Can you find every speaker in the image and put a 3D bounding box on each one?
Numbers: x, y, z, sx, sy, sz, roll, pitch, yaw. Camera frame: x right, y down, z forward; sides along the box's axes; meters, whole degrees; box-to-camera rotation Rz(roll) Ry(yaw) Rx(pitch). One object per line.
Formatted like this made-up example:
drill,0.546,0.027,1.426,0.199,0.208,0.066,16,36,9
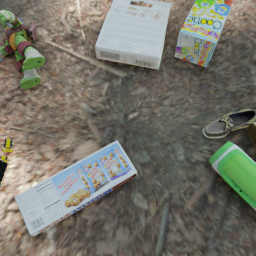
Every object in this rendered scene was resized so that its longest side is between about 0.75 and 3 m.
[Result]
speaker,2.921,1.250,6.811,0.850,0.850,1.921,-37,70,-16

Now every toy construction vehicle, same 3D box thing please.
toy construction vehicle,-3.411,0.674,7.412,0.677,0.274,0.777,2,71,-11

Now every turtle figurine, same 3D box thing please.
turtle figurine,-3.615,-2.384,8.036,1.822,2.532,2.455,-42,72,18

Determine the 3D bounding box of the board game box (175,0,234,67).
board game box,2.385,-3.166,8.740,1.093,1.112,2.121,22,66,11

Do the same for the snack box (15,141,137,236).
snack box,-1.241,1.430,6.943,2.864,0.348,1.030,-28,68,-12

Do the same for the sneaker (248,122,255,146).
sneaker,4.274,0.806,6.938,1.237,0.924,2.756,-21,63,-4

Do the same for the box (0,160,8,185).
box,-4.011,1.630,6.529,1.512,0.845,2.142,9,71,7

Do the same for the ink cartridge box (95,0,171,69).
ink cartridge box,0.232,-3.169,9.092,2.015,0.627,2.504,11,60,6

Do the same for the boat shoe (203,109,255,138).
boat shoe,2.790,-0.142,7.669,1.529,0.455,0.549,-16,66,-7
